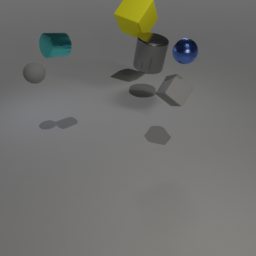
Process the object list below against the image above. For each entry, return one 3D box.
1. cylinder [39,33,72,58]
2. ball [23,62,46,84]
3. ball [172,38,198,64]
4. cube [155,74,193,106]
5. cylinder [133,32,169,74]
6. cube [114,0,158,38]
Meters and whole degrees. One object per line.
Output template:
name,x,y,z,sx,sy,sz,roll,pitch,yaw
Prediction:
cylinder,-2.148,-2.449,8.289,0.700,0.700,0.700,26,31,37
ball,-3.014,-1.780,9.012,0.700,0.700,0.700,0,30,0
ball,1.582,-2.119,7.740,0.700,0.700,0.700,0,30,0
cube,1.405,-1.134,8.529,0.700,0.700,0.700,35,-6,-18
cylinder,1.018,-3.375,12.646,1.400,1.400,1.400,6,39,-5
cube,0.413,-5.383,13.507,1.400,1.400,1.400,29,82,22
